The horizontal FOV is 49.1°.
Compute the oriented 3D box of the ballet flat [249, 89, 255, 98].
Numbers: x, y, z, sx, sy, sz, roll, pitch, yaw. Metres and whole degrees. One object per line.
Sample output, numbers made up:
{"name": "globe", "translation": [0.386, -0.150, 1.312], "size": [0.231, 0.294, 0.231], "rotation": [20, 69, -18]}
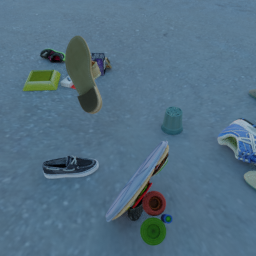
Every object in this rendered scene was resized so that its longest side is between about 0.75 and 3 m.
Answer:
{"name": "ballet flat", "translation": [5.783, -1.302, 11.435], "size": [0.611, 0.578, 1.813], "rotation": [-20, 43, -23]}

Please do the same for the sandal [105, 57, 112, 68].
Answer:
{"name": "sandal", "translation": [-1.095, -3.159, 13.950], "size": [0.385, 0.429, 1.170], "rotation": [-32, 32, 11]}

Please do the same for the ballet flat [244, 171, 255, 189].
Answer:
{"name": "ballet flat", "translation": [4.362, 1.674, 7.739], "size": [2.226, 0.694, 0.751], "rotation": [31, 48, 32]}

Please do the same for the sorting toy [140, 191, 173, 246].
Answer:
{"name": "sorting toy", "translation": [0.618, 2.067, 6.478], "size": [0.708, 0.484, 1.179], "rotation": [10, 74, -7]}

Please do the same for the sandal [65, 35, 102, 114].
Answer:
{"name": "sandal", "translation": [-1.364, -1.739, 9.680], "size": [1.033, 0.927, 2.818], "rotation": [-23, 73, 22]}

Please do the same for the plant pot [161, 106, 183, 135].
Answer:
{"name": "plant pot", "translation": [1.613, -0.292, 10.050], "size": [0.805, 0.789, 0.805], "rotation": [0, 40, 0]}

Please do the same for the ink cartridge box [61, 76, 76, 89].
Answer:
{"name": "ink cartridge box", "translation": [-2.392, -2.154, 12.745], "size": [0.902, 0.229, 1.024], "rotation": [15, 42, 19]}

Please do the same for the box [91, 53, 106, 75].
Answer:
{"name": "box", "translation": [-1.703, -3.044, 13.305], "size": [1.204, 0.891, 0.628], "rotation": [2, 40, 4]}

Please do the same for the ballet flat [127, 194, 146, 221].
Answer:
{"name": "ballet flat", "translation": [0.270, 1.975, 7.489], "size": [0.419, 0.358, 1.260], "rotation": [-1, 21, 12]}

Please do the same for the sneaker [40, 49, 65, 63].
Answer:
{"name": "sneaker", "translation": [-3.901, -3.686, 14.343], "size": [1.463, 0.562, 0.613], "rotation": [12, 37, 16]}

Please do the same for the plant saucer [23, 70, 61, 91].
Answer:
{"name": "plant saucer", "translation": [-3.919, -2.240, 12.739], "size": [1.503, 0.360, 1.506], "rotation": [-2, 39, -3]}

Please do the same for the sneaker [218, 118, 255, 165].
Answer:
{"name": "sneaker", "translation": [4.013, 0.812, 8.650], "size": [1.110, 1.091, 2.883], "rotation": [-25, 37, -15]}

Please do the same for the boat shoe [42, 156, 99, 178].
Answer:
{"name": "boat shoe", "translation": [-1.743, 1.110, 8.517], "size": [1.677, 0.569, 0.602], "rotation": [-5, 40, -5]}

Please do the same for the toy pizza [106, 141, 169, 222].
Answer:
{"name": "toy pizza", "translation": [0.309, 1.358, 6.959], "size": [0.387, 2.445, 2.445], "rotation": [37, 47, 3]}
